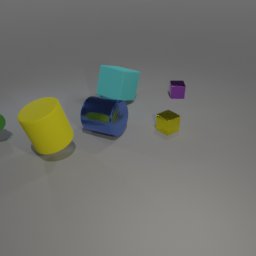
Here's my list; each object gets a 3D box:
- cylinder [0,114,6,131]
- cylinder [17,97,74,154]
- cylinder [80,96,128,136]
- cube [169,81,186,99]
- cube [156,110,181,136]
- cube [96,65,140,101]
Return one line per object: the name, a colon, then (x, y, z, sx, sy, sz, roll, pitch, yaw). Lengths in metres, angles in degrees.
cylinder: (-5.010, -0.167, 10.482, 0.700, 0.700, 0.700, -22, 4, -33)
cylinder: (-2.713, -0.082, 9.351, 1.400, 1.400, 1.400, -11, 37, 9)
cylinder: (-0.907, -0.483, 11.002, 1.400, 1.400, 1.400, 11, 32, 26)
cube: (2.509, -1.966, 14.305, 0.700, 0.700, 0.700, 0, 35, 0)
cube: (1.625, -0.228, 11.374, 0.700, 0.700, 0.700, -22, 37, -32)
cube: (-0.470, -2.153, 13.370, 1.400, 1.400, 1.400, 21, 19, 30)
